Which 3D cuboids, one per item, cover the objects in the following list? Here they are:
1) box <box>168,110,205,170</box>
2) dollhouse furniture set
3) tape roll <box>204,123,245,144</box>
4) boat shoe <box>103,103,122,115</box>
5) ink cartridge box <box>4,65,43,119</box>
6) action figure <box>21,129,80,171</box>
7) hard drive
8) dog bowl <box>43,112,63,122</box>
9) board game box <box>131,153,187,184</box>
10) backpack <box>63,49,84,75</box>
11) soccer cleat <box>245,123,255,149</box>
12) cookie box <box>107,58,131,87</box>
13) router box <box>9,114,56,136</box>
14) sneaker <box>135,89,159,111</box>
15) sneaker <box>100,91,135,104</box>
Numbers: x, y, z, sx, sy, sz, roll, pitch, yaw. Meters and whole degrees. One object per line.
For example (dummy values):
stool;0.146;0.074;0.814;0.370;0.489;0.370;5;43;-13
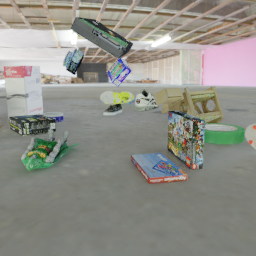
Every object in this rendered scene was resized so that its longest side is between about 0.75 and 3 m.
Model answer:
box;1.504;0.247;7.510;0.334;1.212;1.774;-2;12;-10
dollhouse furniture set;2.088;-0.531;12.178;2.943;1.636;2.603;-8;-11;-33
tape roll;3.204;0.175;9.915;1.714;0.412;1.714;1;11;0
boat shoe;-0.851;-1.037;15.612;0.634;0.523;1.847;4;12;21
ink cartridge box;-5.191;-1.801;14.110;1.103;2.601;1.894;-1;11;7
action figure;-2.197;0.573;7.537;1.417;0.656;2.399;3;15;0
hard drive;-0.869;-3.480;10.770;1.977;0.535;2.830;31;20;-5
dog bowl;-3.583;-0.521;13.435;0.955;0.376;0.955;0;11;0
board game box;0.678;0.931;6.773;0.873;0.165;1.695;-4;12;-12
backpack;-2.519;-3.121;12.883;0.782;1.064;0.974;28;13;-17
soccer cleat;4.410;0.486;7.492;0.985;0.880;2.539;-3;18;-38
cookie box;-0.449;-2.766;13.664;0.456;1.037;1.213;30;23;-34
router box;-3.836;-0.152;11.178;1.307;0.542;1.744;-9;14;-37
sneaker;1.273;-1.853;17.937;1.054;1.259;2.844;3;10;22
sneaker;-0.679;-2.106;20.535;2.624;0.994;1.378;6;-5;26
